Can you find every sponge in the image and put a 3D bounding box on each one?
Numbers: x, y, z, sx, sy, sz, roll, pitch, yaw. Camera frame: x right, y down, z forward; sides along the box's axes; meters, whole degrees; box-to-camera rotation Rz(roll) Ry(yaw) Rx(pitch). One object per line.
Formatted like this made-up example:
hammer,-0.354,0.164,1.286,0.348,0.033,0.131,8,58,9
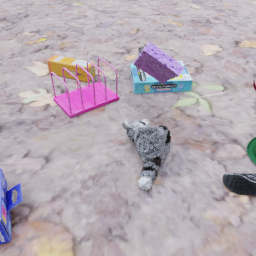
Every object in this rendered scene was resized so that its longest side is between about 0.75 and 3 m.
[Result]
sponge,1.073,-2.380,10.681,1.522,0.407,2.729,34,-1,-7

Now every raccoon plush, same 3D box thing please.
raccoon plush,0.337,0.686,9.910,1.841,1.329,2.747,10,39,25

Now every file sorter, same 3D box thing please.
file sorter,-1.977,-1.977,12.880,2.621,1.644,1.821,-24,44,-27

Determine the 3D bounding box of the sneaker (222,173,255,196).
sneaker,3.968,1.776,9.098,1.748,0.662,0.765,11,19,15

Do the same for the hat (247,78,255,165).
hat,5.460,0.095,9.617,2.745,2.416,2.274,12,40,14

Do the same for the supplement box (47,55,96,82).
supplement box,-3.044,-3.225,15.115,2.564,0.853,0.882,16,39,19

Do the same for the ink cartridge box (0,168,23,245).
ink cartridge box,-4.445,2.365,7.834,2.930,1.118,1.999,-12,40,-17

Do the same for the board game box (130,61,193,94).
board game box,1.633,-2.672,14.547,2.879,0.676,2.174,-3,38,-4

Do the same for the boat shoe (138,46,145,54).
boat shoe,1.013,-4.472,16.921,0.493,0.578,1.729,-16,44,-26
